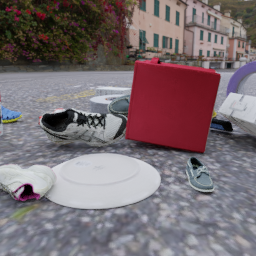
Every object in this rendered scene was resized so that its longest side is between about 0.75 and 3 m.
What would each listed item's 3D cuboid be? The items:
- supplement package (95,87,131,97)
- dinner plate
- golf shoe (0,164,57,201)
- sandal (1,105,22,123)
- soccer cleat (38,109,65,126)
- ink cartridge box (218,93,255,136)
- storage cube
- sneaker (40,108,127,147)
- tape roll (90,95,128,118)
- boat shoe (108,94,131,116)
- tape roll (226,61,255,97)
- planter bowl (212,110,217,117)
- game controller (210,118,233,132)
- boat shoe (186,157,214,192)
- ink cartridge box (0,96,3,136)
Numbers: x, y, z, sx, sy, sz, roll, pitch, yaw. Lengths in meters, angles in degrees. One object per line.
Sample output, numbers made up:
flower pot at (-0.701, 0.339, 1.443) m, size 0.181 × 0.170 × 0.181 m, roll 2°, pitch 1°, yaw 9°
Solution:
supplement package at (-0.800, -1.720, 15.838) m, size 1.829 × 1.073 × 1.069 m, roll 8°, pitch 17°, yaw 28°
dinner plate at (-0.655, 1.078, 6.761) m, size 2.881 × 0.349 × 2.881 m, roll -1°, pitch 14°, yaw 0°
golf shoe at (-2.346, 1.171, 5.897) m, size 1.614 × 0.608 × 0.738 m, roll -6°, pitch 34°, yaw 16°
sandal at (-5.673, -0.669, 12.401) m, size 1.904 × 0.829 × 0.757 m, roll 2°, pitch 13°, yaw -1°
soccer cleat at (-3.095, -0.409, 12.013) m, size 0.727 × 0.585 × 1.706 m, roll 17°, pitch 22°, yaw 20°
ink cartridge box at (4.339, -0.329, 9.431) m, size 1.597 × 0.902 × 2.180 m, roll 31°, pitch 5°, yaw -16°
storage cube at (1.502, -0.837, 9.410) m, size 2.529 × 2.814 × 2.405 m, roll 10°, pitch 16°, yaw 11°
sneaker at (-1.391, -0.062, 8.814) m, size 2.811 × 1.063 × 1.232 m, roll -6°, pitch -26°, yaw 6°
tape roll at (-0.347, -0.921, 13.101) m, size 2.830 × 0.935 × 2.830 m, roll 1°, pitch 14°, yaw 0°
boat shoe at (0.341, -1.034, 11.336) m, size 2.341 × 0.852 × 0.723 m, roll -9°, pitch -4°, yaw -8°
tape roll at (5.738, -1.546, 12.026) m, size 2.689 × 2.689 × 1.142 m, roll 10°, pitch 18°, yaw 35°
planter bowl at (3.110, -1.171, 13.701) m, size 2.400 × 0.999 × 2.400 m, roll -3°, pitch 18°, yaw 1°
game controller at (3.292, -0.148, 10.822) m, size 1.481 × 0.312 × 0.772 m, roll 15°, pitch -23°, yaw 34°
boat shoe at (1.658, 1.065, 6.567) m, size 0.486 × 0.412 × 1.334 m, roll -1°, pitch 15°, yaw -2°
ink cartridge box at (-4.940, -0.396, 9.687) m, size 0.690 × 1.666 × 1.214 m, roll 2°, pitch 15°, yaw -1°
